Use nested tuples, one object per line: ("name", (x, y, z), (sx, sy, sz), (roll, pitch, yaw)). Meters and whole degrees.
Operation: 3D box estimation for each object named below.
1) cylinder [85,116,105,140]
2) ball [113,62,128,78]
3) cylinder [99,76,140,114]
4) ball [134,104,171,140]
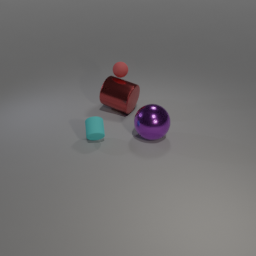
("cylinder", (-1.261, 0.021, 10.665), (0.700, 0.700, 0.700), (-5, 65, -9))
("ball", (-0.337, -2.610, 12.548), (0.700, 0.700, 0.700), (0, 29, 0))
("cylinder", (-0.369, -1.530, 12.837), (1.400, 1.400, 1.400), (22, 35, 17))
("ball", (0.929, -0.225, 10.769), (1.400, 1.400, 1.400), (0, 29, 0))
